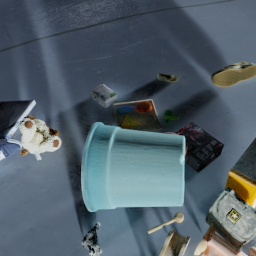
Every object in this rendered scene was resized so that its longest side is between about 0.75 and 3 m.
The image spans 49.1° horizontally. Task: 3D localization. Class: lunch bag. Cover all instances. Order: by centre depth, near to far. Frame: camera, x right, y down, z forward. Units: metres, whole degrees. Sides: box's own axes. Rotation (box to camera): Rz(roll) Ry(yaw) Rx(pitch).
[{"bbox_3d":[3.043,2.544,7.932,0.940,1.598,1.311,-31,55,-26],"label":"lunch bag"}]

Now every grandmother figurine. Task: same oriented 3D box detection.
[{"bbox_3d":[3.217,3.821,7.238,2.949,0.893,1.788,29,50,25],"label":"grandmother figurine"}]

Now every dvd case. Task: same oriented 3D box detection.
[{"bbox_3d":[-4.865,-0.309,10.835,1.745,0.215,2.445,-1,39,14],"label":"dvd case"}]

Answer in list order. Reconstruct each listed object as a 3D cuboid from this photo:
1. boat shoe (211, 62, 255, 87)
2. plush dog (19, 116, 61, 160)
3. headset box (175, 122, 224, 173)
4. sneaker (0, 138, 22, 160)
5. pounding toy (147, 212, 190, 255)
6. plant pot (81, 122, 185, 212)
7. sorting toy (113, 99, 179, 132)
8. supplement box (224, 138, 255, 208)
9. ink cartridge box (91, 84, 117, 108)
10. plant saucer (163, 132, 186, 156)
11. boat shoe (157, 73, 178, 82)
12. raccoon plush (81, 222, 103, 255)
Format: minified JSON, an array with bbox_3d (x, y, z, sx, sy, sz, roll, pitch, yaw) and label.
[{"bbox_3d":[4.952,-2.587,13.318,2.428,0.899,0.806,-13,35,-14],"label":"boat shoe"},{"bbox_3d":[-3.400,0.257,10.489,1.654,1.327,1.421,37,27,-22],"label":"plush dog"},{"bbox_3d":[2.421,0.613,10.376,1.285,0.648,1.729,-32,55,-26],"label":"headset box"},{"bbox_3d":[-4.811,1.071,9.907,2.041,0.715,1.107,-11,46,-5],"label":"sneaker"},{"bbox_3d":[1.025,3.265,7.729,1.106,1.103,1.928,23,70,20],"label":"pounding toy"},{"bbox_3d":[0.328,1.174,8.222,2.630,2.685,2.685,1,46,12],"label":"plant pot"},{"bbox_3d":[0.747,-0.601,11.695,2.578,0.379,1.906,-8,47,-7],"label":"sorting toy"},{"bbox_3d":[4.187,1.286,8.971,0.968,1.659,2.632,29,56,33],"label":"supplement box"},{"bbox_3d":[-1.063,-1.430,12.442,0.721,0.418,0.995,-35,56,-28],"label":"ink cartridge box"},{"bbox_3d":[1.303,0.912,9.519,1.554,1.554,0.268,-10,21,-9],"label":"plant saucer"},{"bbox_3d":[1.911,-2.441,13.458,1.001,0.315,0.365,10,48,9],"label":"boat shoe"},{"bbox_3d":[-0.879,3.229,8.107,0.663,0.479,0.990,29,52,14],"label":"raccoon plush"}]
